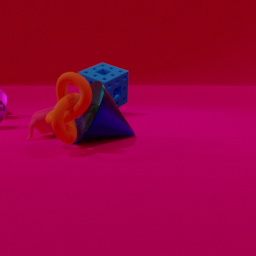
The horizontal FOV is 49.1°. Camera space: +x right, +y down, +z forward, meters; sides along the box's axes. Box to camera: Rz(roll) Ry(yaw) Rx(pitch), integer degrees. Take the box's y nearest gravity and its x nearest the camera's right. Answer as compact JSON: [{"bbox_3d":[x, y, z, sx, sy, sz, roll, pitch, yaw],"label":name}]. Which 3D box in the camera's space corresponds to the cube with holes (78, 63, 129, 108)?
[{"bbox_3d":[-0.927,-1.540,10.807,1.345,1.345,1.345,24,40,30],"label":"cube with holes"}]

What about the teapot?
[{"bbox_3d":[-1.806,-0.122,6.436,0.823,0.648,1.324,-6,14,44],"label":"teapot"}]

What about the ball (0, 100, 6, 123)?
[{"bbox_3d":[-3.707,-0.451,7.563,0.772,0.772,0.772,0,9,0],"label":"ball"}]

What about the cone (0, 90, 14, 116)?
[{"bbox_3d":[-4.405,-0.673,9.977,1.085,1.085,1.089,3,-14,18],"label":"cone"}]

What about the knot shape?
[{"bbox_3d":[-1.083,-0.435,5.141,0.587,1.188,1.270,15,24,-23],"label":"knot shape"}]

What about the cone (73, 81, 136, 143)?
[{"bbox_3d":[-0.365,-0.088,6.150,1.406,1.401,1.401,25,-4,-29],"label":"cone"}]
